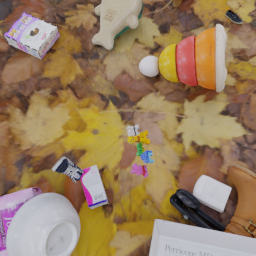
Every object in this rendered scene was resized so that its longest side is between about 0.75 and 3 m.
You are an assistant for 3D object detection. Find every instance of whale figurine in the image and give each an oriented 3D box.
[{"bbox_3d":[-0.372,-3.981,10.372,1.900,1.239,2.388,26,93,20],"label":"whale figurine"}]

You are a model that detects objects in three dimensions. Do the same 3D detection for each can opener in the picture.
[{"bbox_3d":[1.971,2.479,7.834,1.909,0.751,0.605,44,76,3],"label":"can opener"}]

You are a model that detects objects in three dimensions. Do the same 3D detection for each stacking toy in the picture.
[{"bbox_3d":[1.774,-2.226,9.353,2.897,2.117,2.117,1,66,18],"label":"stacking toy"}]

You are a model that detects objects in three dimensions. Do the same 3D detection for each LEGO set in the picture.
[{"bbox_3d":[0.215,0.474,6.976,0.581,0.540,1.417,4,63,-29],"label":"LEGO set"}]

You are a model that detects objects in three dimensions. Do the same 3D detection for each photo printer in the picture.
[{"bbox_3d":[2.425,1.890,8.197,0.974,0.338,0.811,25,70,10],"label":"photo printer"}]

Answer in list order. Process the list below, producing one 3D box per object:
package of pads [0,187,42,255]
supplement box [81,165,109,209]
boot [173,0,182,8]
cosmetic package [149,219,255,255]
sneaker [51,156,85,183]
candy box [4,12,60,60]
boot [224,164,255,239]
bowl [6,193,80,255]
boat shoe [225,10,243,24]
[{"bbox_3d":[-3.515,2.721,7.274,2.784,1.053,1.678,-15,81,-8],"label":"package of pads"},{"bbox_3d":[-0.997,1.719,8.150,0.554,0.566,1.096,-17,69,-6],"label":"supplement box"},{"bbox_3d":[2.260,-5.592,10.907,0.564,1.148,1.604,31,70,11],"label":"boot"},{"bbox_3d":[1.817,3.891,6.216,2.909,1.794,2.919,10,82,4],"label":"cosmetic package"},{"bbox_3d":[-1.382,1.001,6.602,0.598,1.103,0.387,40,85,5],"label":"sneaker"},{"bbox_3d":[-3.503,-3.399,10.314,1.503,0.538,1.261,27,70,11],"label":"candy box"},{"bbox_3d":[3.193,2.411,7.779,1.921,0.949,2.475,-37,79,-10],"label":"boot"},{"bbox_3d":[-1.852,2.621,6.866,0.867,1.928,1.928,3,60,43],"label":"bowl"},{"bbox_3d":[4.124,-4.317,10.866,0.290,0.242,0.777,-41,74,-17],"label":"boat shoe"}]
